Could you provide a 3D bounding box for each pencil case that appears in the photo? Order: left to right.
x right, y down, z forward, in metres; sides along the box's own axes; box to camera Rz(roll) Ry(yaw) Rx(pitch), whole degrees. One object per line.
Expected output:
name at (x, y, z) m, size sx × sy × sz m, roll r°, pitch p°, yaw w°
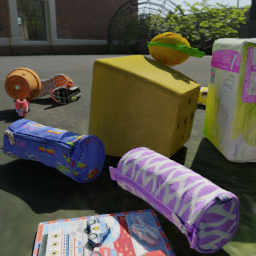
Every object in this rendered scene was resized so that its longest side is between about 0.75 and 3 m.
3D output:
pencil case at (-1.519, 0.373, 5.425) m, size 2.214 × 0.864 × 0.961 m, roll 11°, pitch -12°, yaw 33°
pencil case at (0.571, 0.918, 3.921) m, size 0.846 × 0.830 × 1.978 m, roll -19°, pitch 22°, yaw -25°

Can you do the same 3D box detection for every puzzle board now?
puzzle board at (-0.227, 1.547, 2.952) m, size 1.609 × 0.186 × 2.134 m, roll -3°, pitch 17°, yaw -10°

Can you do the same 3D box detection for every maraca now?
maraca at (1.174, -1.944, 6.995) m, size 1.527 × 0.817 × 1.047 m, roll 20°, pitch 13°, yaw 42°

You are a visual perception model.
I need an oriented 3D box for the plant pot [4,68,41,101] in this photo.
plant pot at (-3.825, -1.499, 10.011) m, size 1.245 × 1.245 × 0.872 m, roll -1°, pitch 15°, yaw -5°

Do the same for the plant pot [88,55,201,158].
plant pot at (0.474, -0.411, 6.390) m, size 1.828 × 2.072 × 2.072 m, roll 19°, pitch 24°, yaw 25°

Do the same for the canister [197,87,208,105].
canister at (3.014, -1.274, 11.112) m, size 1.499 × 0.649 × 1.113 m, roll 14°, pitch 22°, yaw 34°

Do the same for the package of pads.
package of pads at (2.395, -0.680, 6.171) m, size 0.840 × 2.464 × 1.904 m, roll 0°, pitch 18°, yaw -2°

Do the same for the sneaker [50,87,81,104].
sneaker at (-2.631, -1.314, 11.446) m, size 0.754 × 0.683 × 1.775 m, roll -2°, pitch 7°, yaw 23°

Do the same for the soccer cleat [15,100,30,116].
soccer cleat at (-3.647, -0.683, 9.639) m, size 0.483 × 0.554 × 1.449 m, roll 1°, pitch 2°, yaw -18°

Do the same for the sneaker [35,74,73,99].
sneaker at (-3.486, -1.693, 12.355) m, size 2.289 × 0.888 × 1.282 m, roll -9°, pitch -4°, yaw 9°
